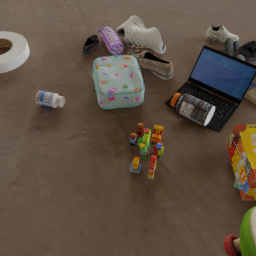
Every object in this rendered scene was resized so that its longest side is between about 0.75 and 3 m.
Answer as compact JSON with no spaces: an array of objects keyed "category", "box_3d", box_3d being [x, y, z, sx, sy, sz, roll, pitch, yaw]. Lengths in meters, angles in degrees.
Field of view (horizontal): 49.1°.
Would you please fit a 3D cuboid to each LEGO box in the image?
[{"category":"LEGO box","box_3d":[4.256,0.896,7.565,2.554,0.985,1.902,0,47,2]}]

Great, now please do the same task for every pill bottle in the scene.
[{"category":"pill bottle","box_3d":[2.097,-0.679,9.239,1.352,0.718,0.718,30,56,24]},{"category":"pill bottle","box_3d":[-2.703,-0.989,9.800,0.899,0.505,0.505,12,51,8]}]

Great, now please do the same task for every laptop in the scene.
[{"category":"laptop","box_3d":[2.873,-1.431,9.683,2.149,1.252,2.425,31,56,24]}]

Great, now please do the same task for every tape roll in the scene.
[{"category":"tape roll","box_3d":[-5.405,-3.194,11.693,2.484,0.454,2.484,0,50,0]}]

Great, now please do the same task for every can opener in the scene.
[{"category":"can opener","box_3d":[4.311,-2.804,11.133,0.684,0.864,2.599,22,45,-10]}]

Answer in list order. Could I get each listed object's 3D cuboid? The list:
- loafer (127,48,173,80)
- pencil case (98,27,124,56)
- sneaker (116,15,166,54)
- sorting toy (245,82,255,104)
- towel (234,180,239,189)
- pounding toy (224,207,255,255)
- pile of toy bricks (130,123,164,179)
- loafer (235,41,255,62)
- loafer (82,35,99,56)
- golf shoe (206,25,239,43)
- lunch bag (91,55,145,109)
[{"category":"loafer","box_3d":[0.881,-2.743,11.130,2.290,0.720,0.823,36,58,26]},{"category":"pencil case","box_3d":[-0.730,-3.747,12.003,0.670,0.658,1.568,9,38,-40]},{"category":"sneaker","box_3d":[0.564,-3.813,12.025,1.213,1.038,2.785,-35,50,-13]},{"category":"sorting toy","box_3d":[4.776,-1.126,10.117,0.862,0.209,1.531,-30,56,-18]},{"category":"towel","box_3d":[4.254,1.335,8.015,2.178,0.255,1.661,14,50,14]},{"category":"pounding toy","box_3d":[3.029,2.991,6.006,2.605,1.209,2.011,36,37,-16]},{"category":"pile of toy bricks","box_3d":[0.538,0.428,8.301,1.068,0.950,1.925,11,51,9]},{"category":"loafer","box_3d":[5.286,-3.274,11.263,2.417,0.761,0.869,-17,63,-29]},{"category":"loafer","box_3d":[-1.602,-3.685,12.113,0.499,0.437,1.388,11,51,9]},{"category":"golf shoe","box_3d":[4.213,-4.155,12.351,1.441,0.701,0.564,10,48,6]},{"category":"lunch bag","box_3d":[-0.403,-1.714,10.173,1.790,0.860,2.232,-9,50,-5]}]
